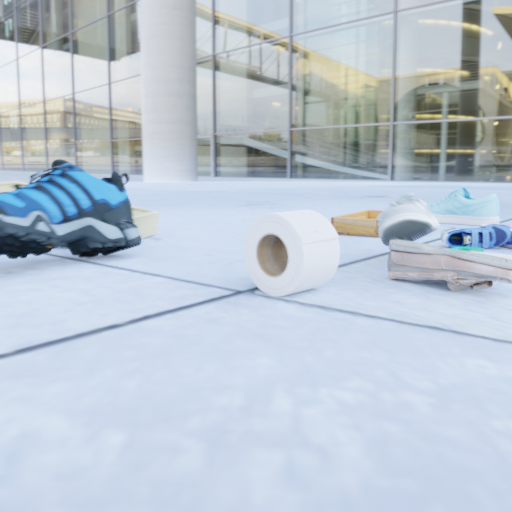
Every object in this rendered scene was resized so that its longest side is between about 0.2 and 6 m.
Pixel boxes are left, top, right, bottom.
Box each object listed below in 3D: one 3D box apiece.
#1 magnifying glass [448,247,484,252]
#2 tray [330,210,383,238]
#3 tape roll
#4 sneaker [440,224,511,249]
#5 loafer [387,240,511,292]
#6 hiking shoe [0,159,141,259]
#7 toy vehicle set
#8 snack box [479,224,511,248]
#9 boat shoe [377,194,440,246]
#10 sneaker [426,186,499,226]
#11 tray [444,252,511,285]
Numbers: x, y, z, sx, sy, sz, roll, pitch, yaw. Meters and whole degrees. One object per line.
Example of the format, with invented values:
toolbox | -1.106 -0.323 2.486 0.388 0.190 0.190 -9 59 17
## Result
magnifying glass | 3.692 -0.069 10.463 1.282 0.144 0.510 -5 11 -23
tray | 2.929 -0.836 14.097 1.220 0.458 2.474 6 12 31
tape roll | 0.461 -0.052 7.473 0.755 1.100 1.100 -10 14 -44
sneaker | 4.359 -0.347 11.152 1.331 0.492 0.548 -5 8 22
loafer | 2.667 0.206 7.692 0.706 0.618 1.965 3 8 -41
hiking shoe | -3.489 -0.815 9.148 1.331 1.551 3.578 -16 -10 30
toy vehicle set | -4.539 -0.972 12.485 4.052 0.537 2.518 13 14 14
snack box | 5.760 -0.245 10.647 1.190 0.402 3.311 -2 10 -14
boat shoe | 2.502 -0.654 9.380 0.828 0.720 2.246 -30 -12 29
sneaker | 5.594 -1.452 15.883 2.574 1.055 0.951 7 11 37
tray | 3.505 0.193 8.643 1.068 0.220 1.988 7 12 39
